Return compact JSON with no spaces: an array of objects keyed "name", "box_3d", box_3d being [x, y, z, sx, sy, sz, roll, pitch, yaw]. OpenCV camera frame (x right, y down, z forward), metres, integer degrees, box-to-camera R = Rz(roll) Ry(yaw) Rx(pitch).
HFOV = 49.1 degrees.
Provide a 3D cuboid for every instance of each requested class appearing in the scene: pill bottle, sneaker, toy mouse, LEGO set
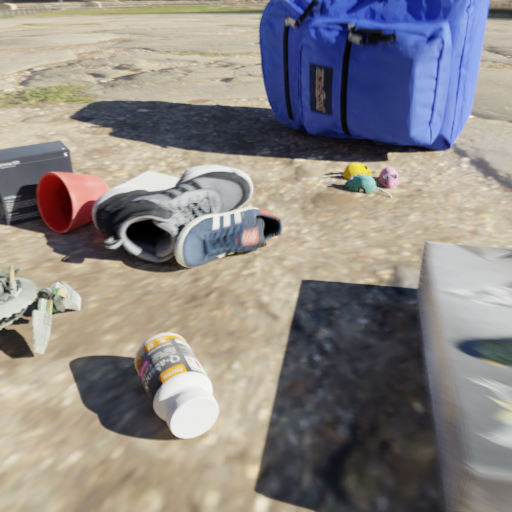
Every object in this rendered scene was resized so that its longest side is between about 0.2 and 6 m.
[{"name":"pill bottle","box_3d":[-0.832,1.335,5.844,0.629,0.629,1.081,-13,32,-23]},{"name":"sneaker","box_3d":[-0.351,-0.306,8.691,0.821,0.728,1.943,15,31,40]},{"name":"sneaker","box_3d":[-1.207,-0.635,9.100,2.749,1.037,1.564,-14,32,-13]},{"name":"toy mouse","box_3d":[2.417,-1.598,11.528,1.657,0.321,1.473,-8,30,-14]},{"name":"LEGO set","box_3d":[-3.932,0.801,6.331,2.497,1.090,3.845,20,34,32]}]

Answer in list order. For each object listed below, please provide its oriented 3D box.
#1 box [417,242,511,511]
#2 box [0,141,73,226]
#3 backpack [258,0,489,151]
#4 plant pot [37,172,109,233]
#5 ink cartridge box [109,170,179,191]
[{"name":"box","box_3d":[3.391,1.191,5.757,3.077,0.939,3.885,6,29,9]},{"name":"box","box_3d":[-4.009,-1.344,10.138,1.325,1.206,0.690,-16,32,-28]},{"name":"backpack","box_3d":[2.528,-4.913,13.636,5.103,4.147,4.282,16,37,25]},{"name":"plant pot","box_3d":[-3.145,-0.985,9.811,1.044,1.044,0.924,19,23,31]},{"name":"ink cartridge box","box_3d":[-2.150,-1.215,10.833,1.010,0.333,1.387,18,38,30]}]
